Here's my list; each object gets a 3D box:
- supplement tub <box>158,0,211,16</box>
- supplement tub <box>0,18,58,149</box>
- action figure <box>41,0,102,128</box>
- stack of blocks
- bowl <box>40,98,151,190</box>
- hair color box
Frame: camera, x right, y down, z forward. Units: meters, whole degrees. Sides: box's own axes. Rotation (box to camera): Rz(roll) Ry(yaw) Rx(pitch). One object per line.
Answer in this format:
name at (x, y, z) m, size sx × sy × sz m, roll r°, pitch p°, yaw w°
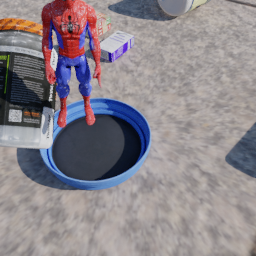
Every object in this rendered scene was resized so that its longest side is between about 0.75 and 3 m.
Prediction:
supplement tub at (2.647, -6.009, 11.831) m, size 2.562 × 1.857 × 1.857 m, roll -33°, pitch 55°, yaw -27°
supplement tub at (-1.776, -0.655, 4.584) m, size 1.200 × 1.200 × 1.958 m, roll 3°, pitch 85°, yaw 3°
action figure at (-0.662, -0.772, 3.386) m, size 0.668 × 2.043 × 0.528 m, roll -2°, pitch 49°, yaw -8°
stack of blocks at (-1.689, -4.233, 11.111) m, size 1.787 × 0.523 × 1.029 m, roll 29°, pitch 54°, yaw 24°
bowl at (-0.786, 0.320, 6.926) m, size 2.691 × 0.528 × 2.691 m, roll 0°, pitch 47°, yaw 0°
hair color box at (-0.452, -2.920, 9.972) m, size 0.746 × 0.443 × 1.366 m, roll 27°, pitch 55°, yaw 24°
